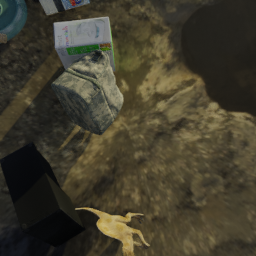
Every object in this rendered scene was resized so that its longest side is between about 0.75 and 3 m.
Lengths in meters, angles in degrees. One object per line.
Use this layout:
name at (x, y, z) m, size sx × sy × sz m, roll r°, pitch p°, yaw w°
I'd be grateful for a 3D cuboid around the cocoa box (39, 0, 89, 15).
cocoa box at (-2.287, -5.040, 8.684) m, size 1.585 × 2.416 × 1.611 m, roll -16°, pitch 77°, yaw -2°

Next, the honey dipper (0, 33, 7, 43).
honey dipper at (-4.743, -3.009, 9.041) m, size 1.586 × 0.301 × 0.301 m, roll 9°, pitch 76°, yaw -2°

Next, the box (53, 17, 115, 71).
box at (-1.224, -2.356, 8.308) m, size 1.554 × 1.761 × 0.851 m, roll -7°, pitch 75°, yaw -2°

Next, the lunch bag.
lunch bag at (-0.923, -0.965, 7.711) m, size 1.338 × 1.920 × 1.611 m, roll 27°, pitch 66°, yaw 29°

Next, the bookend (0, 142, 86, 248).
bookend at (-2.186, 1.793, 7.341) m, size 0.945 × 2.038 × 2.051 m, roll -29°, pitch 58°, yaw -9°

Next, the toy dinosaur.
toy dinosaur at (-0.298, 2.520, 7.266) m, size 1.378 × 2.725 × 0.793 m, roll 16°, pitch 97°, yaw -39°

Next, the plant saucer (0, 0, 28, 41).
plant saucer at (-4.597, -3.924, 9.502) m, size 2.276 × 0.312 × 2.276 m, roll 0°, pitch 77°, yaw -1°
